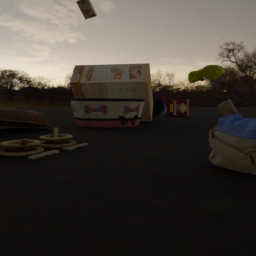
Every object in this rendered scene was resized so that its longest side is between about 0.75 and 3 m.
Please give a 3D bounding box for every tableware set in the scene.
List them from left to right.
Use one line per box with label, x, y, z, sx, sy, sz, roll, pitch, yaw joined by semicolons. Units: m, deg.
tableware set;-1.222;0.174;3.913;0.837;0.254;1.266;2;6;24

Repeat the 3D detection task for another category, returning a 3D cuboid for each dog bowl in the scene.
dog bowl;-0.574;-0.457;8.068;2.134;0.787;2.134;1;5;0

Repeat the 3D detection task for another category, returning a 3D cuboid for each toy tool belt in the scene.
toy tool belt;1.270;0.078;2.551;0.697;0.686;1.117;-3;6;-33

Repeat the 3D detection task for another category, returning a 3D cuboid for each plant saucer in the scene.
plant saucer;-2.816;-0.241;6.556;1.922;0.331;1.922;3;-5;0

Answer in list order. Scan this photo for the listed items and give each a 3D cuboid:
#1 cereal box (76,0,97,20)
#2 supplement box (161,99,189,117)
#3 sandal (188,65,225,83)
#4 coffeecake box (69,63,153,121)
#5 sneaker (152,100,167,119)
cereal box;-1.695;-4.902;11.502;0.570;0.792;0.156;-3;45;30
supplement box;2.317;-0.996;13.752;1.298;0.849;0.670;-4;7;-33
sandal;2.834;-1.944;9.973;0.600;0.548;1.379;-14;10;-39
coffeecake box;-0.466;-1.164;9.553;2.502;0.914;1.921;1;-37;10
sneaker;0.318;-0.651;11.075;2.401;0.791;0.941;0;-11;11
